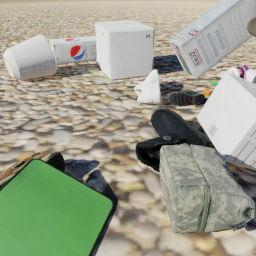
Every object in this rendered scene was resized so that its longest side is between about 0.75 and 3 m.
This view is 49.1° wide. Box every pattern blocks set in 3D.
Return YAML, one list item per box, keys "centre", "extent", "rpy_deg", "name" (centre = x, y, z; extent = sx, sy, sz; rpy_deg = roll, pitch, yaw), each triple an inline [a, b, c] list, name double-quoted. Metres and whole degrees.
- centre: [3.461, -1.181, 9.308]
  extent: [1.871, 0.173, 2.129]
  rpy_deg: [-2, 29, -5]
  name: "pattern blocks set"

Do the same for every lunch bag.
- centre: [1.209, 0.944, 4.561]
  extent: [1.202, 0.998, 1.433]
  rpy_deg: [-5, 29, -2]
  name: "lunch bag"

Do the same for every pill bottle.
- centre: [4.115, -2.018, 10.430]
  extent: [0.983, 0.553, 0.553]
  rpy_deg: [-15, 32, -24]
  name: "pill bottle"

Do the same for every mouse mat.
- centre: [-1.236, 1.380, 4.079]
  extent: [1.698, 0.079, 2.111]
  rpy_deg: [29, 34, 3]
  name: "mouse mat"

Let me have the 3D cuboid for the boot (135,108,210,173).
- centre: [0.713, 0.206, 6.241]
  extent: [1.477, 0.672, 1.758]
  rpy_deg: [-16, 39, -35]
  name: "boot"

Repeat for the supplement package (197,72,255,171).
- centre: [2.411, -0.174, 5.938]
  extent: [0.926, 1.301, 1.670]
  rpy_deg: [17, 29, -18]
  name: "supplement package"

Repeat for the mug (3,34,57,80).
- centre: [-3.797, -2.462, 10.743]
  extent: [1.577, 1.921, 1.539]
  rpy_deg: [-27, 71, -26]
  name: "mug"

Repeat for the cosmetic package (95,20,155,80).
- centre: [-0.178, -3.211, 11.276]
  extent: [1.820, 1.831, 2.188]
  rpy_deg: [-10, 30, -17]
  name: "cosmetic package"

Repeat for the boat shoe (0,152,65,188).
- centre: [-1.924, 0.936, 5.057]
  extent: [0.653, 0.669, 1.768]
  rpy_deg: [10, 22, 28]
  name: "boat shoe"

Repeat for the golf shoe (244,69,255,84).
- centre: [5.178, -1.661, 8.972]
  extent: [1.067, 1.297, 2.834]
  rpy_deg: [-18, 32, -39]
  name: "golf shoe"

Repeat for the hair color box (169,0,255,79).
- centre: [2.262, -2.391, 7.123]
  extent: [2.197, 1.088, 0.666]
  rpy_deg: [-38, 34, 0]
  name: "hair color box"

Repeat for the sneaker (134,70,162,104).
- centre: [0.631, -1.368, 9.199]
  extent: [0.855, 0.727, 1.932]
  rpy_deg: [-8, 29, 9]
  name: "sneaker"

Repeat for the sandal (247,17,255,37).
- centre: [3.375, -2.171, 6.363]
  extent: [1.302, 0.532, 0.355]
  rpy_deg: [33, 6, 5]
  name: "sandal"

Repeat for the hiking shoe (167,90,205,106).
- centre: [1.728, -0.947, 8.705]
  extent: [1.205, 0.456, 0.606]
  rpy_deg: [3, 18, -12]
  name: "hiking shoe"

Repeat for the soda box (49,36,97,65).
- centre: [-2.045, -3.673, 13.032]
  extent: [2.987, 0.951, 1.017]
  rpy_deg: [-12, 31, -20]
  name: "soda box"
